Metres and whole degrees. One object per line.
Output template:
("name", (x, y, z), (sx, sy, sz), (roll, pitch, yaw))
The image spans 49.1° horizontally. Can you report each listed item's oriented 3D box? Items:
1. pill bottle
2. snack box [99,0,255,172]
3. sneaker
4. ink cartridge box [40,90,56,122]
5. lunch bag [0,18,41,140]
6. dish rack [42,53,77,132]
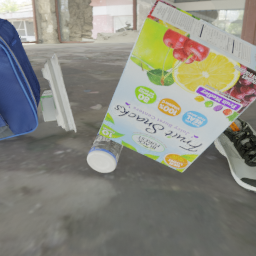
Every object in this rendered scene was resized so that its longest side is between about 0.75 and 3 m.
("pill bottle", (-0.394, 0.337, 5.642), (0.581, 0.581, 1.020), (5, 42, 13))
("snack box", (0.699, -0.428, 4.426), (1.757, 2.471, 0.655), (26, 49, -2))
("sneaker", (2.241, 0.394, 5.460), (0.820, 0.879, 2.218), (-23, 31, 2))
("ink cartridge box", (-2.476, -0.750, 9.032), (0.446, 0.774, 1.060), (-8, 22, -5))
("lunch bag", (-3.310, -0.950, 6.706), (1.930, 2.840, 1.879), (-15, 38, -2))
("dish rack", (-1.882, -0.894, 7.471), (0.439, 2.017, 1.731), (-17, 15, -15))
